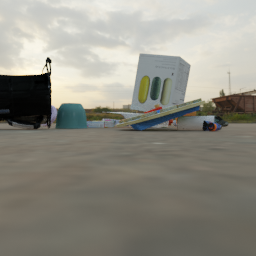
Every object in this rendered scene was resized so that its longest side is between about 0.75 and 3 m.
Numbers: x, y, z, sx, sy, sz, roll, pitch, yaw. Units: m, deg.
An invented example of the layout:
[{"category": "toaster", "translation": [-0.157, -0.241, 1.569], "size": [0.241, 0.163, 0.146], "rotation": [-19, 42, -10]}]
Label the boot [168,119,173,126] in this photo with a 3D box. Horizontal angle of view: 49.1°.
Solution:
[{"category": "boot", "translation": [2.255, -0.560, 18.272], "size": [1.334, 0.933, 2.487], "rotation": [6, 2, 18]}]

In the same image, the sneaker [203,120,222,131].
[{"category": "sneaker", "translation": [2.295, -0.031, 7.701], "size": [0.307, 0.295, 0.782], "rotation": [7, 9, -13]}]

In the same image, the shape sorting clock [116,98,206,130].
[{"category": "shape sorting clock", "translation": [0.983, -0.474, 8.679], "size": [2.806, 0.550, 2.806], "rotation": [-19, 3, 1]}]

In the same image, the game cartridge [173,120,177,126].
[{"category": "game cartridge", "translation": [3.810, -0.315, 17.858], "size": [1.423, 0.444, 2.137], "rotation": [-4, 0, 23]}]

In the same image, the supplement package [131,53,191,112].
[{"category": "supplement package", "translation": [1.424, -1.779, 11.978], "size": [1.789, 2.357, 1.775], "rotation": [12, 6, 26]}]

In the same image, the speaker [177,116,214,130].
[{"category": "speaker", "translation": [2.046, -0.147, 8.415], "size": [1.091, 0.443, 0.443], "rotation": [0, 1, 18]}]

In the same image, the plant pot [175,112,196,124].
[{"category": "plant pot", "translation": [2.911, -0.449, 14.337], "size": [1.121, 0.784, 1.121], "rotation": [0, 2, 0]}]

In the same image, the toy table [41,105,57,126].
[{"category": "toy table", "translation": [-4.791, -0.834, 15.047], "size": [1.132, 1.776, 1.933], "rotation": [19, -20, -40]}]

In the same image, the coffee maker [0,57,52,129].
[{"category": "coffee maker", "translation": [-3.933, -1.184, 9.349], "size": [2.600, 2.497, 1.751], "rotation": [-2, 18, -21]}]

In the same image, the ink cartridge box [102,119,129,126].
[{"category": "ink cartridge box", "translation": [-0.611, -0.327, 16.958], "size": [1.796, 0.377, 1.072], "rotation": [2, 1, -10]}]

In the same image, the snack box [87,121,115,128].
[{"category": "snack box", "translation": [-1.254, -0.160, 12.081], "size": [1.122, 0.297, 0.798], "rotation": [1, 1, 29]}]

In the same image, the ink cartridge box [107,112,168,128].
[{"category": "ink cartridge box", "translation": [0.386, -0.386, 12.742], "size": [2.570, 0.644, 2.068], "rotation": [3, 3, 20]}]

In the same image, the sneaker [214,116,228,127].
[{"category": "sneaker", "translation": [4.810, -0.364, 15.106], "size": [0.571, 0.600, 1.515], "rotation": [1, 2, -22]}]

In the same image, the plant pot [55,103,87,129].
[{"category": "plant pot", "translation": [-2.180, -0.466, 10.778], "size": [1.212, 0.973, 1.212], "rotation": [0, 2, 0]}]
